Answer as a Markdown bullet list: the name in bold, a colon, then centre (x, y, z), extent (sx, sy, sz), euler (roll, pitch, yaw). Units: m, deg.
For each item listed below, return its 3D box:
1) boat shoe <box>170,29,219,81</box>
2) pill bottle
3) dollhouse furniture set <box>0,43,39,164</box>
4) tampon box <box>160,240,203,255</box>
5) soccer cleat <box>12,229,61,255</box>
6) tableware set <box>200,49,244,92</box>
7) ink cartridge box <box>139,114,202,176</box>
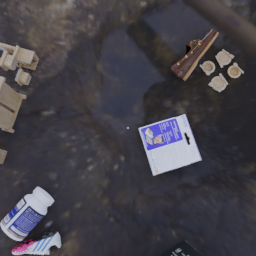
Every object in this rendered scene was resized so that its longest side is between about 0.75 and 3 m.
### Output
- **boat shoe**: centre (1.681, -1.941, 7.080), extent (0.537, 0.537, 1.527), euler (37, 82, 3)
- **pill bottle**: centre (-2.257, 1.920, 6.357), extent (0.643, 0.643, 1.111), euler (41, 80, 6)
- **dollhouse furniture set**: centre (-3.245, -0.737, 6.418), extent (1.249, 1.463, 2.822), euler (16, 80, 1)
- **tampon box**: centre (0.693, 4.011, 5.322), extent (2.868, 1.810, 2.149), euler (-30, 82, -8)
- **soccer cleat**: centre (-2.062, 2.727, 6.362), extent (1.128, 0.394, 0.487), euler (-22, 93, 0)
- **tableware set**: centre (2.410, -1.492, 7.218), extent (1.036, 0.120, 0.865), euler (-36, 82, -5)
- **ink cartridge box**: centre (1.006, 0.408, 6.813), extent (1.218, 0.264, 1.206), euler (-17, 81, -1)
